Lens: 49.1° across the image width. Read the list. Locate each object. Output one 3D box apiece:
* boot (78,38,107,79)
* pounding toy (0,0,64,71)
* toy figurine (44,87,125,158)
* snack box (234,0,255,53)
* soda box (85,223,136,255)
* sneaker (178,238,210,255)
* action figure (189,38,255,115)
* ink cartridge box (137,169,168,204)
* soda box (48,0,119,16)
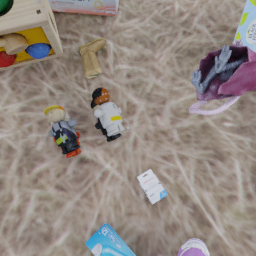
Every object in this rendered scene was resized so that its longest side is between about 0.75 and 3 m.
[{"bbox_3d":[-0.951,-2.054,8.325,0.930,0.351,1.062,-21,71,7],"label":"boot"},{"bbox_3d":[-3.201,-2.432,7.096,2.563,2.785,1.980,-15,84,-5],"label":"pounding toy"},{"bbox_3d":[-1.054,-0.159,6.895,1.814,1.786,1.262,-22,83,-8],"label":"toy figurine"},{"bbox_3d":[4.253,-2.256,7.409,2.699,0.913,2.276,17,96,19],"label":"snack box"},{"bbox_3d":[-0.046,3.152,6.334,0.656,0.694,2.045,-42,76,-13],"label":"soda box"},{"bbox_3d":[1.307,3.763,5.977,1.022,1.608,2.820,13,104,13],"label":"sneaker"},{"bbox_3d":[2.335,-0.901,5.140,2.084,1.396,1.552,2,102,-28],"label":"action figure"},{"bbox_3d":[0.603,1.492,7.137,0.444,0.256,0.767,-30,74,-10],"label":"ink cartridge box"},{"bbox_3d":[-1.736,-4.252,8.659,2.892,0.989,0.919,5,60,1],"label":"soda box"}]
